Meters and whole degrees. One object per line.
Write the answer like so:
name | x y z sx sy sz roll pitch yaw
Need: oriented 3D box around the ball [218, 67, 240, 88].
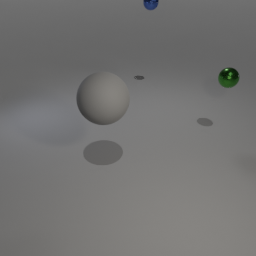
ball | 3.456 -1.721 9.613 0.700 0.700 0.700 0 29 0

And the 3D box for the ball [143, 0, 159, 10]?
ball | 1.042 -5.730 12.741 0.700 0.700 0.700 0 29 0

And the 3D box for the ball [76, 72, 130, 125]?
ball | -0.654 -0.774 7.401 1.400 1.400 1.400 0 29 0
